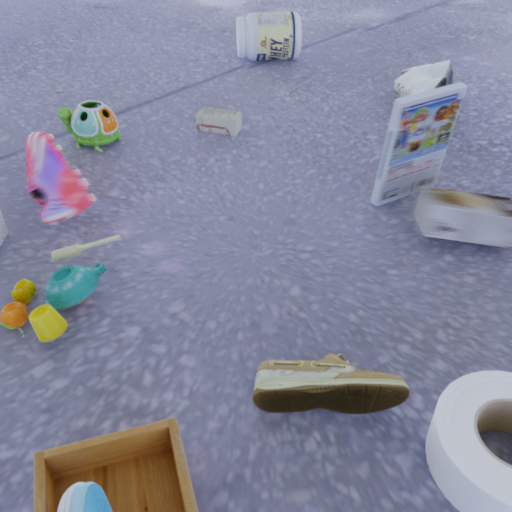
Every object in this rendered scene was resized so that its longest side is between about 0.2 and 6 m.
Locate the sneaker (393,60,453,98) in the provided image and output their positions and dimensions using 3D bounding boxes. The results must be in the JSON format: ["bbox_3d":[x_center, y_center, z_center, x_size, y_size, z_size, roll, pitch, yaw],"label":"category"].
[{"bbox_3d":[4.189,-4.060,14.286,1.478,1.265,3.395,3,30,21],"label":"sneaker"}]

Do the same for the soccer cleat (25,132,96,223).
[{"bbox_3d":[-4.052,-1.569,10.744,1.037,0.905,2.713,-32,51,-20],"label":"soccer cleat"}]

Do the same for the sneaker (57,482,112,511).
[{"bbox_3d":[-1.051,2.778,5.191,1.297,0.790,1.986,-37,53,4],"label":"sneaker"}]

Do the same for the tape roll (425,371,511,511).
[{"bbox_3d":[2.987,2.254,6.539,1.878,0.657,1.878,0,38,0],"label":"tape roll"}]

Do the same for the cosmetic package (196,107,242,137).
[{"bbox_3d":[-0.904,-3.279,13.681,1.020,0.445,0.527,12,39,15],"label":"cosmetic package"}]

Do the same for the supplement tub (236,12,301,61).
[{"bbox_3d":[0.371,-6.787,17.331,1.909,1.384,1.384,-3,39,-4],"label":"supplement tub"}]

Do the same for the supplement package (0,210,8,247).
[{"bbox_3d":[-4.893,-0.348,9.842,0.620,0.618,1.057,-1,38,-1],"label":"supplement package"}]

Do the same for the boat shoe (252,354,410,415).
[{"bbox_3d":[0.958,1.607,7.286,1.995,0.738,0.662,1,44,1],"label":"boat shoe"}]

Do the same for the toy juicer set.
[{"bbox_3d":[-3.126,0.502,8.923,1.372,0.587,2.156,-3,38,27],"label":"toy juicer set"}]

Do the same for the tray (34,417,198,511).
[{"bbox_3d":[-1.229,3.227,5.377,1.610,0.605,3.265,-11,40,-14],"label":"tray"}]

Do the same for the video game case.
[{"bbox_3d":[3.061,-2.081,10.676,1.613,2.252,0.203,-19,48,-23],"label":"video game case"}]

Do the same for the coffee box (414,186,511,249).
[{"bbox_3d":[3.778,-0.701,10.010,1.626,0.648,0.930,8,29,-2],"label":"coffee box"}]

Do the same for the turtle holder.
[{"bbox_3d":[-3.847,-3.119,13.062,1.028,0.961,1.353,-30,47,-32],"label":"turtle holder"}]
